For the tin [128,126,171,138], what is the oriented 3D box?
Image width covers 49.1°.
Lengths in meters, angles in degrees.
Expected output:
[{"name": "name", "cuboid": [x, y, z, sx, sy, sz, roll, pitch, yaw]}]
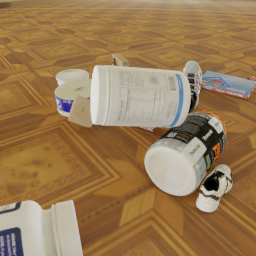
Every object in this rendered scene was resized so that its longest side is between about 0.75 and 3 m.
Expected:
[{"name": "tin", "cuboid": [1.109, -0.339, 11.499, 2.760, 0.578, 1.545, 18, 33, 26]}]

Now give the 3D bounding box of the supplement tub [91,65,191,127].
[{"name": "supplement tub", "cuboid": [0.306, -0.895, 8.195, 2.632, 1.736, 1.736, 1, 32, -14]}]

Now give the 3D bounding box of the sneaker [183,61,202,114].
[{"name": "sneaker", "cuboid": [2.627, -1.618, 11.676, 0.844, 2.172, 1.519, 1, 22, 17]}]

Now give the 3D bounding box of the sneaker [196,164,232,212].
[{"name": "sneaker", "cuboid": [2.647, 1.592, 8.247, 0.730, 0.792, 1.980, 17, 35, 27]}]

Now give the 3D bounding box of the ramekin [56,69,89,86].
[{"name": "ramekin", "cuboid": [-2.814, -2.382, 14.398, 1.674, 0.780, 1.674, 0, 33, 0]}]

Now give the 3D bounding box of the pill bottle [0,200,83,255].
[{"name": "pill bottle", "cuboid": [-2.517, 2.519, 5.882, 2.948, 1.765, 1.765, -10, 34, -14]}]

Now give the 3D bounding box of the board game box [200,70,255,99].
[{"name": "board game box", "cuboid": [5.040, -2.270, 14.429, 2.711, 0.264, 1.395, 22, 49, 32]}]

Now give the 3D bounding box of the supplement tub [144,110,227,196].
[{"name": "supplement tub", "cuboid": [1.948, 0.627, 8.814, 1.757, 1.757, 2.867, 21, 39, 29]}]

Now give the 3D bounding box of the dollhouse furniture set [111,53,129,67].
[{"name": "dollhouse furniture set", "cuboid": [-0.869, -2.238, 13.128, 1.581, 1.941, 1.845, -12, 33, -18]}]

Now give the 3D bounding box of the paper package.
[{"name": "paper package", "cuboid": [-1.764, -0.651, 11.132, 1.007, 1.057, 0.547, 20, -9, -16]}]

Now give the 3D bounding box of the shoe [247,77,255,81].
[{"name": "shoe", "cuboid": [6.793, -2.566, 15.165, 0.371, 0.292, 0.816, -7, 28, -8]}]

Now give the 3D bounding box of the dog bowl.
[{"name": "dog bowl", "cuboid": [-2.127, -1.388, 12.629, 2.235, 0.880, 2.235, -3, 33, 2]}]
